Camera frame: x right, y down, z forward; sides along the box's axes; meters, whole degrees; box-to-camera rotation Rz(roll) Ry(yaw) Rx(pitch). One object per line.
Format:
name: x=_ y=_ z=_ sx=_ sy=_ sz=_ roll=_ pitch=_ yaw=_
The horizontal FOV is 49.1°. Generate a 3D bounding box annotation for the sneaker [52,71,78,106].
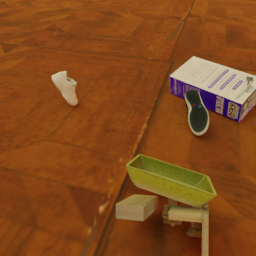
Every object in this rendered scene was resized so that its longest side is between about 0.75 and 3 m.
sneaker: x=-1.878 y=-1.274 z=9.092 sx=0.594 sy=1.343 sz=0.505 roll=-26 pitch=48 yaw=4

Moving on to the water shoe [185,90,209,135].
water shoe: x=2.112 y=-0.408 z=8.511 sx=0.591 sy=0.652 sz=1.653 roll=-9 pitch=55 yaw=12

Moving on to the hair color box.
hair color box: x=2.920 y=-1.393 z=9.456 sx=2.695 sy=0.874 sz=1.473 roll=30 pitch=58 yaw=35

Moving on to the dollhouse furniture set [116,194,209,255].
dollhouse furniture set: x=0.659 y=2.023 z=5.120 sx=1.590 sy=1.296 sz=1.513 roll=0 pitch=-5 yaw=17

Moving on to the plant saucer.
plant saucer: x=0.756 y=0.956 z=5.142 sx=1.503 sy=0.360 sz=1.505 roll=17 pitch=5 yaw=10
